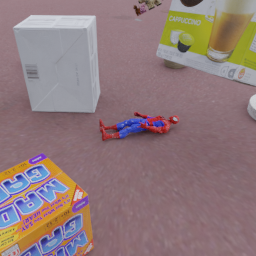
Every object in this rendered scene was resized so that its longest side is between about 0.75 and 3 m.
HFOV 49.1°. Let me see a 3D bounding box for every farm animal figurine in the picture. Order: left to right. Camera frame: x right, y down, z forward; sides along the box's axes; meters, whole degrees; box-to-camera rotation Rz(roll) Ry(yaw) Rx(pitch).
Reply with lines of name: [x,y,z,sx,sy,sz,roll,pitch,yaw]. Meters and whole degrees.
farm animal figurine: [0.605,-3.819,8.419,0.972,0.513,0.983,-33,20,-21]

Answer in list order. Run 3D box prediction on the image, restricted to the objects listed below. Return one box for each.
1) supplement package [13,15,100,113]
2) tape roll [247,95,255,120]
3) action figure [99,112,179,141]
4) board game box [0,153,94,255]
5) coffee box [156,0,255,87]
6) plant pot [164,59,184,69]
supplement package: [-2.052,-1.995,8.801,2.080,2.671,1.481,2,34,3]
tape roll: [4.763,-0.556,8.767,1.899,0.347,1.899,0,33,0]
action figure: [0.373,-0.108,7.967,2.299,0.594,0.752,-6,32,-13]
board game box: [-1.586,1.566,4.668,1.411,1.412,1.411,-28,43,-35]
coffee box: [2.266,-2.137,5.917,2.118,2.095,2.115,2,22,-41]
plant pot: [2.008,-3.279,11.751,1.086,1.160,1.086,-5,59,8]
